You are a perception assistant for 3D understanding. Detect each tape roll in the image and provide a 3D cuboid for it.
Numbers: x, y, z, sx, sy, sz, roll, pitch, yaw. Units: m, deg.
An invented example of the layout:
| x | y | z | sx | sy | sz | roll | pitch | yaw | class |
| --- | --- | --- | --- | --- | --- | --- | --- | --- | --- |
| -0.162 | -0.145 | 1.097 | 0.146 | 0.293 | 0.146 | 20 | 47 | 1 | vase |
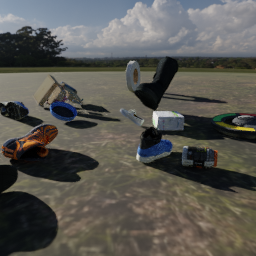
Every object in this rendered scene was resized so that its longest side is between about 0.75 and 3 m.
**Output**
| x | y | z | sx | sy | sz | roll | pitch | yaw | class |
| --- | --- | --- | --- | --- | --- | --- | --- | --- | --- |
| 0.407 | -3.877 | 21.140 | 0.420 | 2.300 | 2.300 | 5 | 15 | 19 | tape roll |

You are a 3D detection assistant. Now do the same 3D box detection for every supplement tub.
| x | y | z | sx | sy | sz | roll | pitch | yaw | class |
| --- | --- | --- | --- | --- | --- | --- | --- | --- | --- |
| 1.759 | 0.718 | 6.881 | 0.822 | 0.504 | 0.504 | 4 | 15 | 15 | supplement tub |

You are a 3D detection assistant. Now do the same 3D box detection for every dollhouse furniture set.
| x | y | z | sx | sy | sz | roll | pitch | yaw | class |
| --- | --- | --- | --- | --- | --- | --- | --- | --- | --- |
| -3.593 | -1.466 | 15.385 | 2.340 | 1.527 | 2.209 | 29 | 13 | -47 | dollhouse furniture set |

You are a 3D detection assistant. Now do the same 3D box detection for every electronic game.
| x | y | z | sx | sy | sz | roll | pitch | yaw | class |
| --- | --- | --- | --- | --- | --- | --- | --- | --- | --- |
| 4.275 | -0.168 | 10.111 | 2.480 | 0.516 | 2.480 | -2 | 16 | 1 | electronic game |

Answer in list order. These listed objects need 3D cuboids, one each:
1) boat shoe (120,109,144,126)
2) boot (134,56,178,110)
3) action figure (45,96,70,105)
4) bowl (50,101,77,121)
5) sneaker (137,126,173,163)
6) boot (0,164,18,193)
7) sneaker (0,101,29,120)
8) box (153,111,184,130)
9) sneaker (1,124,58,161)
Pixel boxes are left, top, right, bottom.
| x | y | z | sx | sy | sz | roll | pitch | yaw | class |
| --- | --- | --- | --- | --- | --- | --- | --- | --- | --- |
| 0.190 | -0.531 | 10.914 | 1.031 | 0.440 | 0.381 | 37 | 27 | 8 | boat shoe |
| 1.388 | -2.266 | 12.953 | 1.112 | 2.446 | 2.911 | 25 | -3 | 14 | boot |
| -3.943 | -1.444 | 15.178 | 1.258 | 0.843 | 0.937 | -5 | 41 | -45 | action figure |
| -2.764 | -0.708 | 11.983 | 1.160 | 0.228 | 1.160 | 19 | 32 | -13 | bowl |
| 0.797 | 0.345 | 7.574 | 0.565 | 0.819 | 1.471 | 22 | 25 | 37 | sneaker |
| -3.274 | 1.001 | 5.564 | 1.309 | 0.626 | 1.733 | 9 | 16 | 39 | boot |
| -4.944 | -0.895 | 12.537 | 2.073 | 0.814 | 0.924 | 13 | 22 | 43 | sneaker |
| 1.526 | -0.303 | 10.737 | 0.993 | 0.544 | 1.126 | -1 | 14 | -4 | box |
| -2.417 | 0.471 | 7.743 | 1.022 | 0.708 | 1.825 | 13 | 29 | 30 | sneaker |
